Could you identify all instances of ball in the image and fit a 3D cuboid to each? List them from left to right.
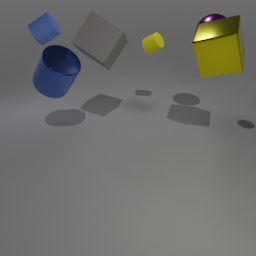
[{"bbox_3d":[3.310,-3.692,10.876,1.400,1.400,1.400,0,30,0],"label":"ball"}]

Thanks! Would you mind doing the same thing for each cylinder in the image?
[{"bbox_3d":[-2.493,-2.969,8.406,0.700,0.700,0.700,-30,31,8],"label":"cylinder"},{"bbox_3d":[-2.608,-2.027,10.199,1.400,1.400,1.400,17,53,-24],"label":"cylinder"},{"bbox_3d":[1.092,-3.685,12.205,0.700,0.700,0.700,-17,16,39],"label":"cylinder"}]

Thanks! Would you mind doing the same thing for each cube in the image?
[{"bbox_3d":[-1.009,-3.248,10.565,1.400,1.400,1.400,34,4,4],"label":"cube"},{"bbox_3d":[3.113,-2.732,9.490,1.400,1.400,1.400,-4,41,28],"label":"cube"}]
